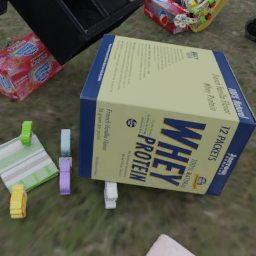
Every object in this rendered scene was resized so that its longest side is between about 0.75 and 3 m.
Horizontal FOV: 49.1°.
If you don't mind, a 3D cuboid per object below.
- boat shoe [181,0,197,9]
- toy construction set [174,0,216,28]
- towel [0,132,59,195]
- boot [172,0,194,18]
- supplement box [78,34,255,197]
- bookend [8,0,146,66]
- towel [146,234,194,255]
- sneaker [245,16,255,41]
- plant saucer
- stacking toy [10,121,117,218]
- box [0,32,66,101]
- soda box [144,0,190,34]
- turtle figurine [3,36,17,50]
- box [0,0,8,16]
[{"bbox_3d":[2.548,-4.863,10.808,0.881,0.880,2.435,-12,39,24],"label":"boat shoe"},{"bbox_3d":[1.726,-2.999,7.174,0.904,1.378,0.635,-30,86,-10],"label":"toy construction set"},{"bbox_3d":[-2.409,0.809,6.472,1.125,0.231,1.508,-29,55,-23],"label":"towel"},{"bbox_3d":[2.150,-4.855,11.663,1.186,0.472,1.439,-22,55,8],"label":"boot"},{"bbox_3d":[0.623,-0.401,5.960,2.831,1.903,2.834,8,39,-2],"label":"supplement box"},{"bbox_3d":[-1.425,-3.586,7.090,2.847,1.319,2.865,52,48,-13],"label":"bookend"},{"bbox_3d":[0.764,2.815,4.466,1.618,0.273,1.694,28,51,25],"label":"towel"},{"bbox_3d":[5.536,-3.287,9.783,1.129,1.074,2.849,-23,51,-23],"label":"sneaker"},{"bbox_3d":[3.167,-5.309,11.122,0.612,2.524,2.524,14,39,-31],"label":"plant saucer"},{"bbox_3d":[-1.381,0.662,6.134,1.976,0.616,2.620,-2,46,-12],"label":"stacking toy"},{"bbox_3d":[-2.992,-1.935,8.463,1.029,1.075,2.156,22,50,20],"label":"box"},{"bbox_3d":[1.507,-4.651,11.265,0.718,0.793,2.266,-21,50,-19],"label":"soda box"},{"bbox_3d":[-4.044,-2.850,9.793,0.728,0.490,0.973,-25,57,-22],"label":"turtle figurine"},{"bbox_3d":[-3.924,-3.240,6.868,1.270,0.726,1.394,36,51,-5],"label":"box"}]
